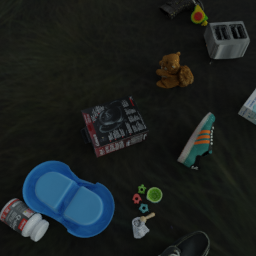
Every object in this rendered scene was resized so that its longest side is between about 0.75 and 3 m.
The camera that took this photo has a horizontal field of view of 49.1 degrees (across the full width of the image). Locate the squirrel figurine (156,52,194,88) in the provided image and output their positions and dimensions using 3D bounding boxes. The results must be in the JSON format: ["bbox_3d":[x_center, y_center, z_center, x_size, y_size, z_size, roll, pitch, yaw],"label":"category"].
[{"bbox_3d":[1.804,-2.149,10.393,1.466,1.368,1.037,23,65,11],"label":"squirrel figurine"}]

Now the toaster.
[{"bbox_3d":[3.953,-3.521,11.340,1.444,0.948,1.597,-4,63,-1],"label":"toaster"}]

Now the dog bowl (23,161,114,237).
[{"bbox_3d":[-1.767,2.183,8.542,2.890,0.716,1.611,26,66,13],"label":"dog bowl"}]

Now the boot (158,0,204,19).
[{"bbox_3d":[2.362,-5.311,12.547,1.442,0.573,1.656,-43,65,-15],"label":"boot"}]

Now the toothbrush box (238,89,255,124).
[{"bbox_3d":[4.935,-0.616,10.018,1.482,0.632,1.085,35,68,17],"label":"toothbrush box"}]

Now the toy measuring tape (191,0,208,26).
[{"bbox_3d":[2.842,-5.095,12.190,0.609,0.609,1.656,-43,98,-19],"label":"toy measuring tape"}]

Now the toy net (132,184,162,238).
[{"bbox_3d":[0.438,2.530,8.582,0.836,0.308,1.593,20,64,10],"label":"toy net"}]

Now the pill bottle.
[{"bbox_3d":[-3.032,2.708,8.248,1.286,0.745,0.745,28,66,13],"label":"pill bottle"}]

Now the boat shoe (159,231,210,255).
[{"bbox_3d":[1.264,3.775,7.639,2.661,0.900,0.956,-32,66,-17],"label":"boat shoe"}]

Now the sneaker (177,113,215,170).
[{"bbox_3d":[2.521,0.463,9.459,0.844,0.754,2.111,32,72,10],"label":"sneaker"}]

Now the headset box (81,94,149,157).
[{"bbox_3d":[-0.557,-0.057,9.634,2.097,0.810,1.561,-20,64,-9],"label":"headset box"}]
